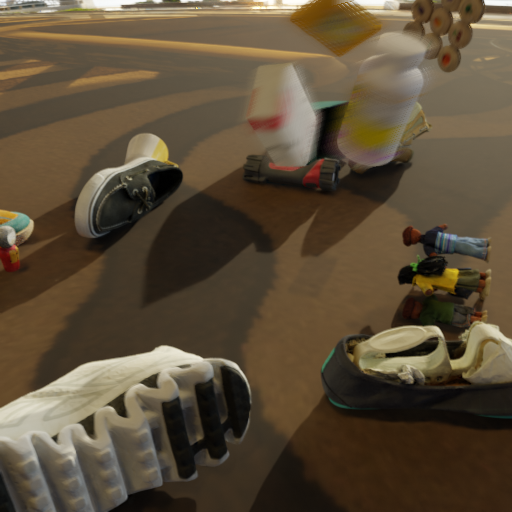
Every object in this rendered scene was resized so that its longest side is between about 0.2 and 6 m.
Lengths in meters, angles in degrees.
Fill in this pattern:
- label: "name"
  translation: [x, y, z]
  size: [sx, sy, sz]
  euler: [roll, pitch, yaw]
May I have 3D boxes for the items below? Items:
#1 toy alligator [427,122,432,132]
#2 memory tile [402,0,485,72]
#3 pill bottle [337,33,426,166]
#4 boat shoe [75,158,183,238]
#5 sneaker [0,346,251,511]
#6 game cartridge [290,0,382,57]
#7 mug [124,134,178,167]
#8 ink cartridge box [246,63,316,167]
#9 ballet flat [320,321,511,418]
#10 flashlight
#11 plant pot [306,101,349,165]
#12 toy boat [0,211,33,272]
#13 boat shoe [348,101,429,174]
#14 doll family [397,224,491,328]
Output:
- label: "toy alligator"
  translation: [3.464, -2.924, 13.938]
  size: [2.128, 0.631, 0.577]
  euler: [-19, -7, -28]
- label: "memory tile"
  translation: [3.305, -4.280, 9.741]
  size: [0.154, 1.836, 1.407]
  euler: [-21, 57, -28]
- label: "pill bottle"
  translation: [1.363, -1.677, 6.060]
  size: [0.682, 1.308, 0.682]
  euler: [7, 43, -7]
- label: "boat shoe"
  translation: [-2.260, -1.172, 10.352]
  size: [0.845, 1.025, 2.985]
  euler: [8, 28, 14]
- label: "sneaker"
  translation: [-1.805, 1.746, 5.092]
  size: [3.528, 1.326, 1.430]
  euler: [-15, 22, -33]
- label: "game cartridge"
  translation: [0.791, -2.336, 5.605]
  size: [0.702, 0.114, 0.619]
  euler: [23, -22, -29]
- label: "mug"
  translation: [-2.327, -2.060, 12.113]
  size: [1.108, 0.887, 0.910]
  euler: [-3, 37, 7]
- label: "ink cartridge box"
  translation: [0.361, -1.848, 7.507]
  size: [0.481, 1.161, 0.852]
  euler: [3, 67, 24]
- label: "ballet flat"
  translation: [2.131, 1.211, 6.136]
  size: [2.817, 1.029, 1.029]
  euler: [1, 29, 1]
- label: "flashlight"
  translation: [0.746, -1.814, 11.814]
  size: [1.993, 0.677, 0.675]
  euler: [12, 22, 20]
- label: "plant pot"
  translation: [1.181, -2.995, 13.371]
  size: [1.296, 1.296, 1.834]
  euler: [-24, 30, -35]
- label: "toy boat"
  translation: [-4.235, -0.355, 9.146]
  size: [1.330, 0.735, 1.582]
  euler: [-20, 35, -33]
- label: "boat shoe"
  translation: [3.207, -2.563, 12.874]
  size: [2.732, 1.040, 0.979]
  euler: [-43, 8, -27]
- label: "doll family"
  translation: [2.666, 0.230, 8.087]
  size: [1.301, 0.883, 2.250]
  euler: [7, 25, 20]
